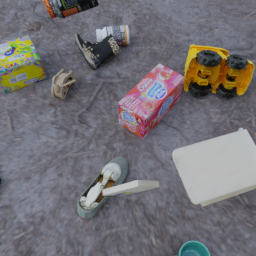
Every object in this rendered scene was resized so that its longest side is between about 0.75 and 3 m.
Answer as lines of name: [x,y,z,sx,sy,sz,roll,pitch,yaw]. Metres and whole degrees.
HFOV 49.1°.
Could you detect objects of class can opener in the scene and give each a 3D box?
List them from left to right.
can opener: [4.342,1.000,10.488,0.770,0.609,2.316,11,56,6]

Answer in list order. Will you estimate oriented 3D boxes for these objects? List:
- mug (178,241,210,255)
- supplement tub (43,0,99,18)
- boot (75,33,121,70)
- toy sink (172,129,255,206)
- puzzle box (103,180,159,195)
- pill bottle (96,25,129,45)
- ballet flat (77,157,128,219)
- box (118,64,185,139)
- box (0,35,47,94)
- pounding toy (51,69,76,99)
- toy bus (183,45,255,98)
mug: [1.874,3.902,8.458,1.098,0.679,0.902,23,59,16]
supplement tub: [-1.933,-4.397,9.460,1.727,1.058,1.058,-19,57,0]
boot: [-1.500,-4.015,13.582,1.686,0.819,2.239,-29,63,-1]
toy sink: [2.223,1.127,7.224,2.143,1.201,1.397,-16,65,-12]
puzzle box: [0.056,1.457,6.763,1.188,0.790,0.151,-23,65,37]
pill bottle: [-0.766,-4.654,14.171,1.616,0.941,0.941,-6,56,-3]
ballet flat: [-0.796,1.925,9.713,0.891,0.842,2.643,28,60,17]
box: [0.961,-1.123,11.455,1.347,1.407,2.822,33,61,20]
box: [-5.072,-2.938,12.806,2.010,1.226,1.936,-23,59,-14]
pounding toy: [-2.702,-1.806,12.276,1.010,1.007,1.760,13,38,9]
toy bus: [3.860,-2.779,12.559,2.731,1.853,2.622,6,40,1]
